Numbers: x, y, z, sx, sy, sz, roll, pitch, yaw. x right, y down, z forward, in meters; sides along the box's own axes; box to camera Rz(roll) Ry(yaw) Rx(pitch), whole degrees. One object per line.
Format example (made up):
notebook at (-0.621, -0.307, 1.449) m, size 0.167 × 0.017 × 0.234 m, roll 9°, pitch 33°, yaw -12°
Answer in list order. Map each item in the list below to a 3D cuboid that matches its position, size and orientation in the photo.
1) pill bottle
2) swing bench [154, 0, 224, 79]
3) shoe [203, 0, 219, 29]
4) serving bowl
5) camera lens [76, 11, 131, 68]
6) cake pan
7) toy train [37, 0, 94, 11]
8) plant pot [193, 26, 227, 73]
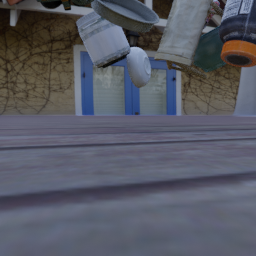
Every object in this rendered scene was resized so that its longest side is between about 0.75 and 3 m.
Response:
pill bottle at (3.393, -3.141, 7.636) m, size 1.504 × 2.832 × 1.504 m, roll 17°, pitch -4°, yaw 1°
swing bench at (1.777, -2.774, 8.166) m, size 1.387 × 2.126 × 2.137 m, roll 22°, pitch 7°, yaw 26°
shoe at (2.879, -4.030, 10.121) m, size 0.411 × 1.150 × 0.523 m, roll 31°, pitch 35°, yaw -14°
serving bowl at (0.601, -2.756, 12.572) m, size 0.605 × 1.839 × 1.839 m, roll -8°, pitch -1°, yaw 26°
camera lens at (-0.945, -3.535, 11.169) m, size 1.627 × 2.033 × 1.627 m, roll -24°, pitch 14°, yaw 7°
cake pan at (-0.125, -3.258, 7.752) m, size 2.051 × 0.376 × 2.051 m, roll 18°, pitch 36°, yaw -14°
toy train at (-1.487, -3.432, 5.591) m, size 1.498 × 1.120 × 2.629 m, roll -8°, pitch -16°, yaw -3°
plant pot at (2.930, -2.704, 9.780) m, size 1.801 × 1.207 × 1.801 m, roll -29°, pitch 11°, yaw 6°
